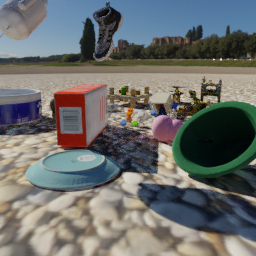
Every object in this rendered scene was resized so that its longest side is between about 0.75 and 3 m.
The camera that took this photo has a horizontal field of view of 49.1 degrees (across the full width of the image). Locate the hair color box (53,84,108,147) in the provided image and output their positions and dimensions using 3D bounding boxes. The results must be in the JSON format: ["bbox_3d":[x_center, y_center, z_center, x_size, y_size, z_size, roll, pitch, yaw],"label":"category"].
[{"bbox_3d":[-1.301,-0.521,8.583,0.884,1.465,2.885,1,13,8],"label":"hair color box"}]

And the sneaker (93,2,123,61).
[{"bbox_3d":[-1.094,-4.159,12.027,0.896,2.375,1.351,22,-1,26],"label":"sneaker"}]

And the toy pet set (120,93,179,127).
[{"bbox_3d":[0.974,-0.357,9.895,1.833,0.974,1.712,5,49,31],"label":"toy pet set"}]

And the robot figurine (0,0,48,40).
[{"bbox_3d":[-2.851,-3.023,7.531,1.411,0.940,1.664,-29,28,54],"label":"robot figurine"}]

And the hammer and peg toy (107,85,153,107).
[{"bbox_3d":[-0.219,-1.768,14.809,2.608,0.920,1.919,10,17,34],"label":"hammer and peg toy"}]

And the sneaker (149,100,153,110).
[{"bbox_3d":[1.304,-1.087,12.998,0.546,0.479,1.362,3,13,-2],"label":"sneaker"}]

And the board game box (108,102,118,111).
[{"bbox_3d":[-0.979,-1.001,13.018,0.682,0.297,0.925,-11,18,-37],"label":"board game box"}]

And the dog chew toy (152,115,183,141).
[{"bbox_3d":[1.279,0.053,7.944,1.161,0.723,0.723,12,17,19],"label":"dog chew toy"}]

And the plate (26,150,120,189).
[{"bbox_3d":[-1.134,0.765,5.876,1.942,0.248,1.942,-1,13,0],"label":"plate"}]

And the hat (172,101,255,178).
[{"bbox_3d":[2.385,0.672,6.204,2.256,1.986,1.869,-30,38,12],"label":"hat"}]

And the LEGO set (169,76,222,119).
[{"bbox_3d":[2.661,-1.260,11.278,2.771,1.606,2.131,7,16,28],"label":"LEGO set"}]

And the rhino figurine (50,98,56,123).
[{"bbox_3d":[-2.141,-0.859,10.999,0.660,0.966,2.209,12,18,37],"label":"rhino figurine"}]

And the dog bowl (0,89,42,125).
[{"bbox_3d":[-4.751,-0.885,10.913,2.674,1.053,2.674,0,14,0],"label":"dog bowl"}]
